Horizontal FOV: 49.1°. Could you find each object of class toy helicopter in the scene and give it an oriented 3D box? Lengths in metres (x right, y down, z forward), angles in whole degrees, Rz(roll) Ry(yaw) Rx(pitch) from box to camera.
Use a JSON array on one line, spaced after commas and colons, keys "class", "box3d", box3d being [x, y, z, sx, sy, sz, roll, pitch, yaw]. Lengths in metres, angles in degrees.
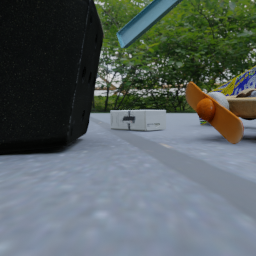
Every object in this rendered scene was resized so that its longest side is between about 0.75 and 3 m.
[{"class": "toy helicopter", "box3d": [1.792, -0.298, 3.737, 1.857, 1.108, 2.808, 0, 8, 6]}]

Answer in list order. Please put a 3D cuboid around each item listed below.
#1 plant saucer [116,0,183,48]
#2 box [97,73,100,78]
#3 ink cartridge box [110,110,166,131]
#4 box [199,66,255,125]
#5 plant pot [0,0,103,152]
[{"class": "plant saucer", "box3d": [0.238, -1.222, 3.083, 0.867, 0.303, 0.082, -36, -41, 24]}, {"class": "box", "box3d": [-1.680, -2.090, 10.512, 0.837, 0.949, 0.459, -39, 35, -1]}, {"class": "ink cartridge box", "box3d": [0.229, -0.184, 6.347, 1.065, 0.446, 0.768, 3, 5, 43]}, {"class": "box", "box3d": [2.922, -0.799, 7.254, 0.872, 0.801, 2.490, -1, -17, -28]}, {"class": "plant pot", "box3d": [-1.477, -0.807, 3.519, 2.063, 2.320, 2.326, 10, 3, 0]}]
